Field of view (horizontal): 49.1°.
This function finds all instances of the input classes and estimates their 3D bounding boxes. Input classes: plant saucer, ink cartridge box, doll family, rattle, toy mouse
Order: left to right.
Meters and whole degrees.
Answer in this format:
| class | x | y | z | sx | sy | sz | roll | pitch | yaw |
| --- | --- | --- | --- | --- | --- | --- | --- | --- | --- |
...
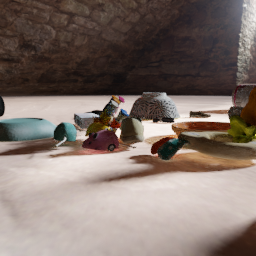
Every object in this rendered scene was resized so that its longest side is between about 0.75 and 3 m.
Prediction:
| class | x | y | z | sx | sy | sz | roll | pitch | yaw |
| --- | --- | --- | --- | --- | --- | --- | --- | --- | --- |
| plant saucer | -3.288 | -0.026 | 8.685 | 2.463 | 0.474 | 2.463 | 0 | 8 | 0 |
| toy mouse | -1.015 | 0.157 | 6.752 | 2.324 | 0.450 | 2.065 | 14 | 10 | 33 |
| ink cartridge box | -0.974 | -0.317 | 10.686 | 1.964 | 0.560 | 1.596 | -7 | 10 | -18 |
| doll family | -0.632 | -0.383 | 8.242 | 0.772 | 1.063 | 1.713 | 30 | 19 | -17 |
| plant saucer | 2.296 | 0.106 | 8.012 | 2.113 | 0.395 | 2.113 | -1 | 8 | 0 |
| rattle | 1.682 | -0.129 | 5.785 | 2.298 | 1.642 | 1.496 | 7 | 27 | 10 |

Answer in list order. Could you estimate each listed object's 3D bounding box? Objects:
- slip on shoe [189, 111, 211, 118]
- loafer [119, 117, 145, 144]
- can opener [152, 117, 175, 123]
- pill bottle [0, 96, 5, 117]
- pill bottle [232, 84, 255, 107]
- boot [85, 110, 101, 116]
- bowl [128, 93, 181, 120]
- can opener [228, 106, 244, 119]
| class | x | y | z | sx | sy | sz | roll | pitch | yaw |
| --- | --- | --- | --- | --- | --- | --- | --- | --- | --- |
| slip on shoe | 3.472 | -0.663 | 13.461 | 1.040 | 0.315 | 0.395 | 3 | 9 | 17 |
| loafer | 0.122 | 0.026 | 7.365 | 0.713 | 0.643 | 1.884 | 0 | 2 | -5 |
| can opener | 1.452 | -0.286 | 11.492 | 0.907 | 0.242 | 0.303 | 5 | 42 | 26 |
| pill bottle | -6.297 | -0.825 | 11.396 | 1.240 | 1.240 | 2.217 | 7 | 11 | 39 |
| pill bottle | 8.132 | -1.898 | 17.368 | 1.615 | 1.615 | 2.849 | -8 | 11 | -42 |
| boot | -1.730 | -0.668 | 13.390 | 1.037 | 0.402 | 0.718 | -3 | 4 | -24 |
| bowl | 1.232 | -1.087 | 13.393 | 2.532 | 1.188 | 2.532 | -1 | 8 | 0 |
| can opener | 5.094 | -0.452 | 10.859 | 0.840 | 0.670 | 2.511 | -8 | 13 | -40 |
